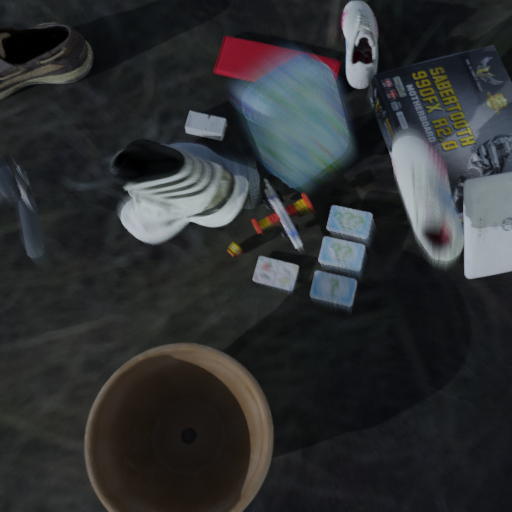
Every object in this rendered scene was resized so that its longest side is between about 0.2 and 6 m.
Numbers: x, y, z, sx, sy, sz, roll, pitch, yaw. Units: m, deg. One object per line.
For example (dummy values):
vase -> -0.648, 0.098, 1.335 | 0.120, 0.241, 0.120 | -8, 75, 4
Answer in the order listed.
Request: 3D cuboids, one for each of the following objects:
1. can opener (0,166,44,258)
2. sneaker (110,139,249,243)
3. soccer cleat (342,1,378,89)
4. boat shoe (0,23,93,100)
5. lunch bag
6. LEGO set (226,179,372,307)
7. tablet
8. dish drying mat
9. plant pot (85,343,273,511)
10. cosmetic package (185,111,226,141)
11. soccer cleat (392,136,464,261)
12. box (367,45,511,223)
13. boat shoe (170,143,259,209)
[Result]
can opener -> -3.517, -0.669, 8.306 | 0.488, 0.389, 1.459 | -9, 70, -23
sneaker -> -1.823, -1.236, 9.658 | 1.908, 3.316, 1.251 | 31, 65, -36
soccer cleat -> 2.299, -4.701, 12.001 | 0.790, 0.976, 2.261 | 0, 73, 0
boat shoe -> -5.244, -4.200, 11.690 | 3.451, 1.265, 1.286 | -16, 74, -5
lunch bag -> 0.793, -2.473, 10.376 | 1.725, 2.146, 0.885 | -38, 47, -9
LEGO set -> 0.788, -0.293, 10.763 | 2.597, 0.637, 1.940 | 14, 78, 8
tablet -> 4.538, -0.575, 10.595 | 1.275, 0.134, 1.960 | -11, 109, -7
dish drying mat -> 0.468, -4.113, 12.218 | 2.641, 0.240, 1.014 | 13, 73, 5
plant pot -> -1.220, 3.036, 9.431 | 2.985, 1.378, 2.985 | 0, 73, -1
cosmetic package -> -1.053, -2.729, 11.758 | 0.802, 0.297, 0.408 | 12, 73, 3
soccer cleat -> 2.916, -0.996, 9.540 | 0.799, 0.988, 2.288 | -24, 88, 31
box -> 4.095, -2.392, 11.370 | 2.681, 0.818, 3.385 | -15, 74, -4
boat shoe -> -0.909, -1.578, 11.106 | 2.297, 0.785, 0.848 | 23, 42, 24
